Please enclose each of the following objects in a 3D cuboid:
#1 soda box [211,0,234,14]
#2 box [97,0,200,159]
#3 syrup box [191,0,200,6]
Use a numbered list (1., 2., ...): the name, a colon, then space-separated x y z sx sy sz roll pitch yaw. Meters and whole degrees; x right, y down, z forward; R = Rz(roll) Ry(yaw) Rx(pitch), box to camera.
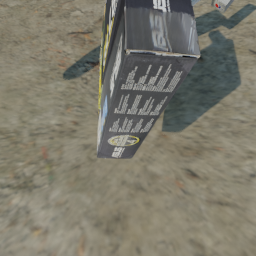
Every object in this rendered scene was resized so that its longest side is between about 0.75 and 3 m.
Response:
1. soda box: 3.260 -4.395 8.540 0.522 0.562 1.647 39 94 11
2. box: 0.010 -0.958 3.449 0.633 2.579 2.079 1 68 -10
3. syrup box: 1.005 -2.700 5.244 0.879 0.346 0.358 43 50 -20
